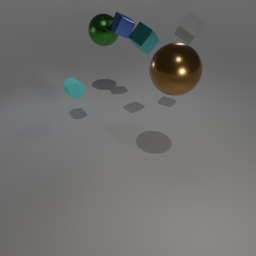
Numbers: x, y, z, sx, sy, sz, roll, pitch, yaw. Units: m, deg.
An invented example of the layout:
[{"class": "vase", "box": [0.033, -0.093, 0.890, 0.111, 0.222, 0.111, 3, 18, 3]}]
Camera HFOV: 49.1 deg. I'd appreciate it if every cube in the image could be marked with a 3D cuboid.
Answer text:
[{"class": "cube", "box": [-0.235, -4.235, 11.554, 0.700, 0.700, 0.700, 11, 33, -33]}, {"class": "cube", "box": [0.566, -3.165, 9.926, 0.700, 0.700, 0.700, 42, 7, 27]}, {"class": "cube", "box": [2.236, -3.618, 10.180, 0.700, 0.700, 0.700, 36, 80, 1]}]

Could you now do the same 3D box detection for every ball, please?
[{"class": "ball", "box": [1.277, -1.566, 7.521, 1.400, 1.400, 1.400, 0, 32, 0]}, {"class": "ball", "box": [-1.094, -4.417, 12.647, 1.400, 1.400, 1.400, 0, 32, 0]}]

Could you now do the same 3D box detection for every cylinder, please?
[{"class": "cylinder", "box": [-2.197, -1.620, 11.385, 0.700, 0.700, 0.700, -16, 31, -24]}]
